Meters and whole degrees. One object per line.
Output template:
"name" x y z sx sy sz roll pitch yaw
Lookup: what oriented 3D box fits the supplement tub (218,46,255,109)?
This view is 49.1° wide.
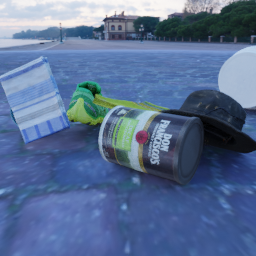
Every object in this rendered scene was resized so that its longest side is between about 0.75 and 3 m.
"supplement tub" 4.333 -1.680 9.196 1.960 1.960 2.715 16 23 40

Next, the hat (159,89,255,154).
"hat" 1.613 -0.257 5.580 2.208 0.891 2.208 21 -7 3

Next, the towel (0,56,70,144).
"towel" -1.981 -0.568 5.943 1.176 1.601 0.191 -19 3 11

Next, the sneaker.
"sneaker" -0.946 -0.712 7.646 0.943 1.064 2.546 15 9 -1

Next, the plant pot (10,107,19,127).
"plant pot" -2.322 -0.462 7.004 1.039 1.039 0.976 -5 7 -14

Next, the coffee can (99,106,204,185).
"coffee can" 0.418 0.256 4.988 1.538 1.126 1.126 11 22 32

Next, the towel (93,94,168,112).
"towel" 0.395 -0.516 7.181 1.273 0.267 2.957 17 9 24
